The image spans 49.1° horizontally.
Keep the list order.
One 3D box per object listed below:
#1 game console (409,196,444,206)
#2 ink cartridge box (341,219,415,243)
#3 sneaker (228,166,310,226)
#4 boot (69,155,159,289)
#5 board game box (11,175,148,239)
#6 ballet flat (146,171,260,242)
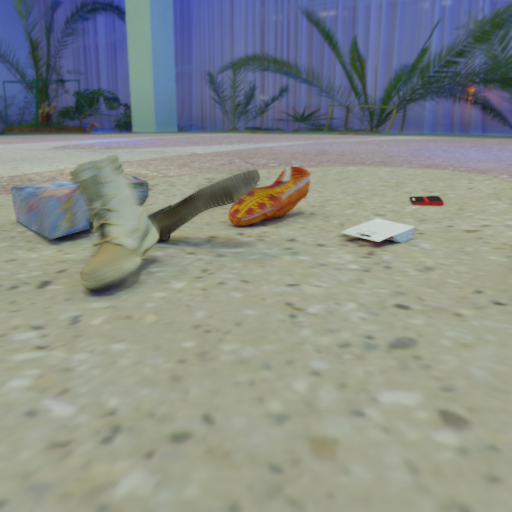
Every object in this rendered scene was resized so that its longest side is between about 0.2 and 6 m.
[{"bbox_3d":[4.741,-1.523,15.610,0.847,0.149,0.957,-1,15,10],"label":"game console"},{"bbox_3d":[2.516,-0.424,11.538,1.234,0.309,1.001,-22,27,-36],"label":"ink cartridge box"},{"bbox_3d":[0.418,-1.231,13.383,2.658,1.025,0.970,-30,48,-35],"label":"sneaker"},{"bbox_3d":[-2.443,-0.618,8.931,0.826,1.772,2.291,-16,19,16],"label":"boot"},{"bbox_3d":[-3.890,-1.138,12.396,2.858,0.882,2.857,-10,16,-19],"label":"board game box"},{"bbox_3d":[-1.092,-0.913,10.887,2.838,0.658,0.956,-21,7,25],"label":"ballet flat"}]
